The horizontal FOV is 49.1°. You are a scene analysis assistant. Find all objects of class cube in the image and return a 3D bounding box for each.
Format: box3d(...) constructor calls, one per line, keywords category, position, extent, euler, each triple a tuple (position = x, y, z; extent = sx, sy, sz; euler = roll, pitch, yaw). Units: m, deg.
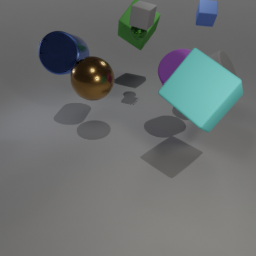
box3d(category="cube", position=(0.529, -3.996, 9.932), extent=(0.700, 0.700, 0.700), euler=(22, 44, 14))
box3d(category="cube", position=(1.882, -0.893, 7.139), extent=(1.400, 1.400, 1.400), euler=(44, 12, 21))
box3d(category="cube", position=(0.483, -4.840, 13.203), extent=(1.400, 1.400, 1.400), euler=(34, 80, 2))
box3d(category="cube", position=(3.136, -4.580, 11.198), extent=(0.700, 0.700, 0.700), euler=(7, 68, 3))

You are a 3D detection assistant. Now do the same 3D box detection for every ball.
box3d(category="ball", position=(0.430, -3.895, 11.282), extent=(0.700, 0.700, 0.700), euler=(0, 31, 0))
box3d(category="ball", position=(-1.135, -1.579, 8.979), extent=(1.400, 1.400, 1.400), euler=(0, 31, 0))

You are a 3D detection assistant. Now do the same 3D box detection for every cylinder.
box3d(category="cylinder", position=(3.227, -2.036, 10.812), extent=(1.400, 1.400, 1.400), euler=(-23, 14, 38))
box3d(category="cylinder", position=(1.816, -1.668, 9.343), extent=(1.400, 1.400, 1.400), euler=(-6, 70, 17))
box3d(category="cylinder", position=(-2.196, -2.595, 9.816), extent=(1.400, 1.400, 1.400), euler=(4, 13, 6))
